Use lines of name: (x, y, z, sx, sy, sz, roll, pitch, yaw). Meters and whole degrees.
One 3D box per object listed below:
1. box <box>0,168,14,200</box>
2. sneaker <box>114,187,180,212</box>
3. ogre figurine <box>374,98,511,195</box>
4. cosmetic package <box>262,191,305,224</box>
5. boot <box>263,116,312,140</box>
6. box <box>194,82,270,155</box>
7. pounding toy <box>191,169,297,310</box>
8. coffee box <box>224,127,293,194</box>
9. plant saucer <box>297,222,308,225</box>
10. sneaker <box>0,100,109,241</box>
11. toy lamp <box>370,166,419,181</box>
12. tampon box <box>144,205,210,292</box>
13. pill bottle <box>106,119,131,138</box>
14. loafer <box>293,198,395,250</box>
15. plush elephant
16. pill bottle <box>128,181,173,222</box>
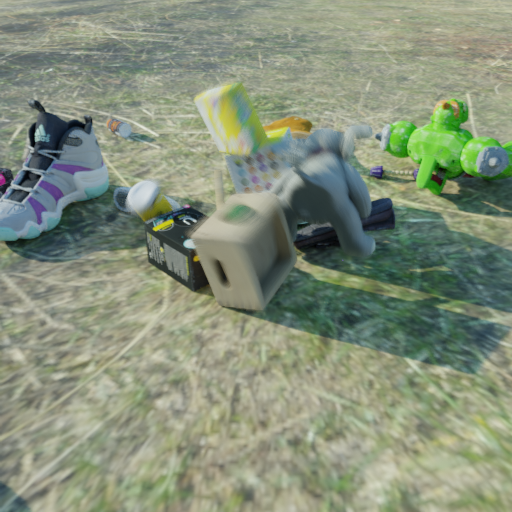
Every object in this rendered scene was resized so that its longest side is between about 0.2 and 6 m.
box: (-5.823, -1.382, 12.057, 0.639, 0.736, 1.114, 14, 35, 28)
sneaker: (-2.184, -1.211, 11.919, 1.657, 0.646, 0.823, 20, 32, 25)
ogre figurine: (4.559, -2.383, 12.689, 2.472, 2.023, 4.123, -9, 44, -47)
cosmetic package: (0.342, -0.930, 11.229, 1.311, 0.486, 0.667, -9, 71, -6)
boot: (1.191, -3.154, 14.700, 2.533, 0.891, 1.813, 11, 36, 26)
box: (-0.473, -2.635, 10.818, 0.523, 1.268, 2.162, -31, 21, -10)
pounding toy: (-0.292, -0.329, 9.208, 1.243, 1.749, 1.610, 2, 35, 33)
coffee box: (0.196, -1.948, 12.152, 1.240, 1.228, 1.242, -10, 25, 19)
plant saucer: (0.879, -0.939, 11.735, 0.915, 0.165, 0.915, -1, 49, 1)
sneaker: (-4.411, -1.933, 11.390, 1.316, 2.368, 3.385, 11, 34, 17)
toy lamp: (3.318, -1.993, 13.429, 1.135, 0.330, 0.330, 4, 32, 5)
tampon box: (-1.184, -0.169, 10.019, 1.021, 0.860, 1.363, -28, 41, -36)
pill bottle: (-3.943, -3.664, 15.975, 0.421, 0.421, 0.793, -27, 41, -36)
loafer: (1.705, -0.463, 10.675, 2.074, 0.653, 0.745, -22, 14, -3)
plush elephant: (1.191, -1.427, 10.048, 1.970, 2.392, 1.852, 3, 42, 27)
pill bottle: (-1.921, -0.888, 10.550, 0.591, 1.055, 0.591, -9, 58, 15)
